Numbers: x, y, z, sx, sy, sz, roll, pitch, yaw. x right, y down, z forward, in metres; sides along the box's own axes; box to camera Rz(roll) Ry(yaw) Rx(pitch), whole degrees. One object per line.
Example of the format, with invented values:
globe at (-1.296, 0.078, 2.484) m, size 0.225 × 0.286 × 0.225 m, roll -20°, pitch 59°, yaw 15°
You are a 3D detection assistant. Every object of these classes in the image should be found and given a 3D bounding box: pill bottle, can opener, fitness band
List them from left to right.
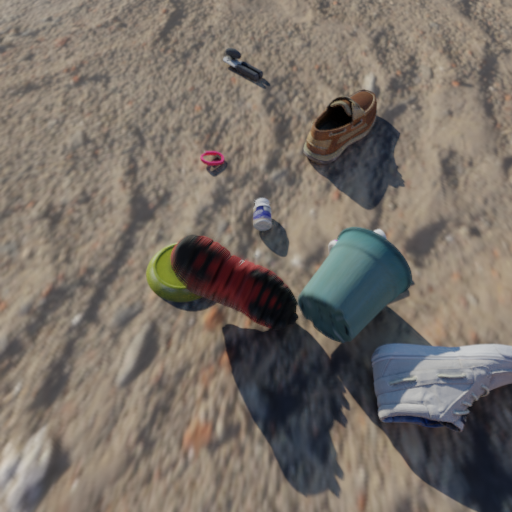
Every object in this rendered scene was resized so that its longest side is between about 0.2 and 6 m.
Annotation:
fitness band at (-1.074, -2.391, 13.716) m, size 0.586 × 0.110 × 0.421 m, roll -5°, pitch 52°, yaw -20°
can opener at (-0.399, -5.558, 16.178) m, size 1.411 × 0.472 × 0.376 m, roll 37°, pitch 59°, yaw 26°
pill bottle at (0.137, -0.921, 12.339) m, size 0.395 × 0.395 × 0.660 m, roll -1°, pitch 57°, yaw -1°
pill bottle at (2.124, -0.183, 11.643) m, size 1.145 × 0.597 × 0.597 m, roll -20°, pitch 53°, yaw -15°

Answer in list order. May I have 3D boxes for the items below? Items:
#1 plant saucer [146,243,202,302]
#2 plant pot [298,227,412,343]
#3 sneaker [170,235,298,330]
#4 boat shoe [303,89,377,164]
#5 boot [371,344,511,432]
plant saucer at (-1.491, 0.250, 11.525) m, size 1.568 × 0.244 × 1.568 m, roll 0°, pitch 51°, yaw 0°
plant pot at (1.709, 0.612, 10.232) m, size 1.643 × 1.643 × 1.609 m, roll 32°, pitch 63°, yaw 24°
sneaker at (-0.454, 0.505, 10.496) m, size 2.743 × 1.340 × 0.969 m, roll 30°, pitch 78°, yaw -20°
boat shoe at (2.244, -3.452, 14.060) m, size 1.098 × 1.041 × 2.901 m, roll 26°, pitch 55°, yaw 20°
boot at (3.436, 2.294, 9.468) m, size 2.892 × 1.064 × 1.382 m, roll -1°, pitch 59°, yaw 7°
